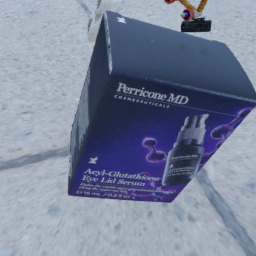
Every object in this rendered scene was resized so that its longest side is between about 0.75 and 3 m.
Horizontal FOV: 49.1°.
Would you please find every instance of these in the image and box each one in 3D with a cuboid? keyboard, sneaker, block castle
[{"bbox_3d":[2.020,-3.064,8.338,0.900,0.469,0.178,1,35,11],"label":"keyboard"},{"bbox_3d":[-0.687,-3.339,8.800,0.939,1.890,0.736,12,59,-23],"label":"sneaker"},{"bbox_3d":[1.941,-4.447,8.456,0.940,2.003,1.338,-23,65,-33],"label":"block castle"}]

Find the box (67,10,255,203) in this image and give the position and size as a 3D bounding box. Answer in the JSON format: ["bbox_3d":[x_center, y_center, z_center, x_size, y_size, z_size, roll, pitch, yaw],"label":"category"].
[{"bbox_3d":[0.190,-0.080,3.505,1.572,2.124,1.108,8,46,-17],"label":"box"}]
